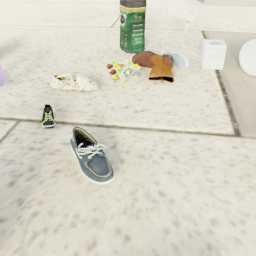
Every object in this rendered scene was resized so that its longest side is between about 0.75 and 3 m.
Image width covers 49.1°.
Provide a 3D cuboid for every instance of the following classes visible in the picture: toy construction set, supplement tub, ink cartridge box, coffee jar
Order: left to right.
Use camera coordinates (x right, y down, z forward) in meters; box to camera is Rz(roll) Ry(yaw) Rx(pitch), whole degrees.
[{"bbox_3d":[-0.191,-2.238,10.560,1.050,0.738,1.602,-28,28,1],"label":"toy construction set"},{"bbox_3d":[0.208,-4.813,12.866,1.079,2.529,1.319,-13,37,-19],"label":"coffee jar"},{"bbox_3d":[1.892,-4.319,8.320,0.881,2.609,1.520,15,64,-5],"label":"ink cartridge box"},{"bbox_3d":[5.715,-2.964,11.001,2.412,1.478,1.478,-19,37,-27],"label":"supplement tub"}]

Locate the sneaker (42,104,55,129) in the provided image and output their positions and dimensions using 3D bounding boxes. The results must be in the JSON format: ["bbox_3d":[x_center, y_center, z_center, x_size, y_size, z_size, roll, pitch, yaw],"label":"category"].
[{"bbox_3d":[-2.292,-0.357,7.933,0.369,0.426,1.030,-9,34,-14],"label":"sneaker"}]

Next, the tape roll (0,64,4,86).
[{"bbox_3d":[-4.841,-2.059,9.681,1.372,1.372,0.450,28,42,36],"label":"tape roll"}]

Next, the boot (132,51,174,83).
[{"bbox_3d":[0.930,-2.309,11.026,1.756,0.639,1.866,10,41,1],"label":"boot"}]

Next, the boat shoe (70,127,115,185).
[{"bbox_3d":[-0.844,0.565,6.382,0.679,0.561,1.815,-14,36,-21],"label":"boat shoe"}]

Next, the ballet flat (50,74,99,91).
[{"bbox_3d":[-1.876,-1.600,9.743,1.745,0.558,0.660,3,32,3],"label":"ballet flat"}]

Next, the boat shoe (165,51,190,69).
[{"bbox_3d":[2.156,-2.935,11.775,0.533,0.619,1.718,-11,32,-19],"label":"boat shoe"}]

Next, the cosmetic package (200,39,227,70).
[{"bbox_3d":[3.486,-3.022,11.506,0.839,1.018,0.840,3,33,5],"label":"cosmetic package"}]
